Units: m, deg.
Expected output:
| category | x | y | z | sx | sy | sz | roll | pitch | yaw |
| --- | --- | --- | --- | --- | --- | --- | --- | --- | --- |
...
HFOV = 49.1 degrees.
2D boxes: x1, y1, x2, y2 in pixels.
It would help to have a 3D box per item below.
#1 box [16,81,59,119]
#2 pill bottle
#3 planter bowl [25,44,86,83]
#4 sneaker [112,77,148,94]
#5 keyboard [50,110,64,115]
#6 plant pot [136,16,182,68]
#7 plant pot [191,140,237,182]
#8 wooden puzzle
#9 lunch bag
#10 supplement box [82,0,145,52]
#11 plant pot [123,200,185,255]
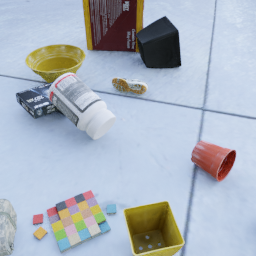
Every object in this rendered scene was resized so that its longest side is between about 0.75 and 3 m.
| category | x | y | z | sx | sy | sz | roll | pitch | yaw |
| --- | --- | --- | --- | --- | --- | --- | --- | --- | --- |
| box | -2.953 | -1.081 | 10.232 | 1.758 | 0.383 | 1.409 | -25 | 45 | -33 |
| pill bottle | -1.481 | -0.690 | 9.158 | 2.131 | 1.213 | 1.213 | 44 | 55 | 12 |
| planter bowl | -2.942 | -2.525 | 11.711 | 2.433 | 1.014 | 2.433 | 0 | 41 | 0 |
| sneaker | 0.092 | -1.717 | 11.266 | 1.493 | 0.565 | 0.655 | 17 | 29 | 14 |
| keyboard | -2.840 | -0.862 | 10.455 | 1.837 | 0.236 | 1.103 | 20 | 40 | 22 |
| plant pot | 1.319 | -3.712 | 12.629 | 1.577 | 1.773 | 1.778 | -16 | 43 | -1 |
| plant pot | 2.406 | 0.865 | 8.031 | 0.997 | 0.997 | 0.970 | -32 | 43 | -31 |
| wooden puzzle | -1.279 | 2.274 | 6.980 | 2.126 | 0.149 | 1.261 | -19 | 45 | -20 |
| lunch bag | -3.244 | 2.394 | 6.230 | 1.386 | 0.966 | 1.163 | -10 | 41 | -11 |
| supplement box | -0.603 | -5.384 | 13.616 | 2.753 | 2.716 | 1.828 | 3 | 42 | 3 |
| plant pot | 0.512 | 2.411 | 6.229 | 1.078 | 0.951 | 1.078 | -8 | 43 | -9 |
